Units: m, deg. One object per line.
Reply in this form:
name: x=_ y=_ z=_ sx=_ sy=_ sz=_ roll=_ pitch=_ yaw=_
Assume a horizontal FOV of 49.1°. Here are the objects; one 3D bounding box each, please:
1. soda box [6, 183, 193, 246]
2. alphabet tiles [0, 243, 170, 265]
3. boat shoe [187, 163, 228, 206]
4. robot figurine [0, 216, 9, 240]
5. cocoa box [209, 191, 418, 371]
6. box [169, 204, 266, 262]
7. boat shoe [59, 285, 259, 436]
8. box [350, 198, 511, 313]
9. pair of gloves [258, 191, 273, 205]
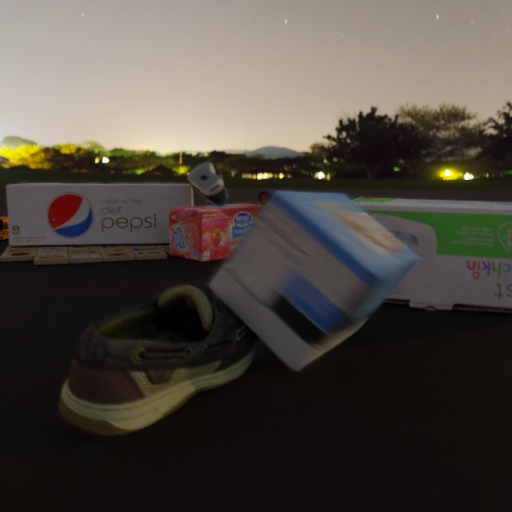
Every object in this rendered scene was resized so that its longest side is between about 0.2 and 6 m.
soda box: x=-3.441 y=-0.979 z=12.761 sx=3.974 sy=1.354 sz=1.265 roll=-1 pitch=8 yaw=-8
alphabet tiles: x=-3.462 y=-0.150 z=12.201 sx=3.740 sy=0.118 sz=3.112 roll=-3 pitch=9 yaw=-19
boat shoe: x=-0.987 y=-1.532 z=12.113 sx=0.645 sy=0.597 sz=1.747 roll=-36 pitch=30 yaw=-7
robot figurine: x=-6.961 y=-0.707 z=14.190 sx=2.125 sy=0.618 sz=1.540 roll=3 pitch=9 yaw=22
cocoa box: x=0.638 y=0.141 z=5.461 sx=1.159 sy=1.140 sz=1.738 roll=43 pitch=22 yaw=18
box: x=-0.676 y=-0.547 z=11.840 sx=2.150 sy=1.018 sz=1.103 roll=-9 pitch=12 yaw=-44
boat shoe: x=-0.568 y=0.633 z=4.616 sx=0.847 sy=0.779 sz=2.370 roll=24 pitch=21 yaw=22
box: x=2.622 y=-0.109 z=8.141 sx=2.787 sy=1.348 sz=2.460 roll=4 pitch=8 yaw=20
pair of gloves: x=1.913 y=-0.669 z=12.109 sx=3.200 sy=0.396 sz=2.851 roll=22 pitch=8 yaw=40
